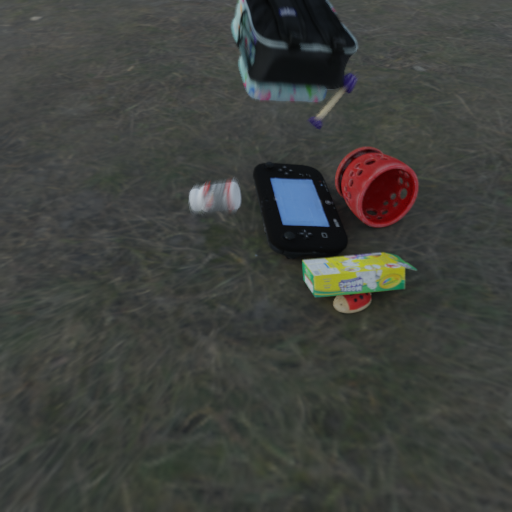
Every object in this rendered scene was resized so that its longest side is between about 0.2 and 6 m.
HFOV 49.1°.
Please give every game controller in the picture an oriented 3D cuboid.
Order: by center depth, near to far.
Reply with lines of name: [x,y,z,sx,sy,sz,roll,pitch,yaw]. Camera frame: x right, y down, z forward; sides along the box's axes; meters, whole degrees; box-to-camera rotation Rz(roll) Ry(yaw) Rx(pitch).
game controller: [0.848,-1.023,11.524,1.575,0.636,3.019,-5,42,-6]

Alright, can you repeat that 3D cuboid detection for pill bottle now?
pill bottle: [-0.570,-0.805,7.771,0.645,0.374,0.374,-5,39,16]

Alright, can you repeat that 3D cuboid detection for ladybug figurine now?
ladybug figurine: [1.690,0.740,9.760,0.727,0.261,0.493,-19,44,-21]

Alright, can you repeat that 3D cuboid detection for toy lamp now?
toy lamp: [1.540,-3.105,11.182,1.210,0.352,0.352,-50,51,5]

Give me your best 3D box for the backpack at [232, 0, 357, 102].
backpack: [0.607,-4.250,10.963,2.147,1.821,2.418,-4,60,-20]

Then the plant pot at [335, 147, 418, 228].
plant pot: [2.388,-1.452,11.509,1.397,1.397,1.273,-15,34,-17]

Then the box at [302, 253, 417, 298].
box: [1.801,0.305,9.872,1.817,0.440,1.066,-7,16,-4]
